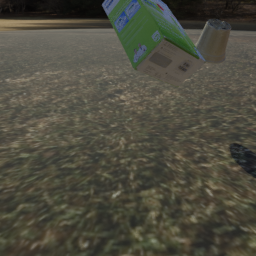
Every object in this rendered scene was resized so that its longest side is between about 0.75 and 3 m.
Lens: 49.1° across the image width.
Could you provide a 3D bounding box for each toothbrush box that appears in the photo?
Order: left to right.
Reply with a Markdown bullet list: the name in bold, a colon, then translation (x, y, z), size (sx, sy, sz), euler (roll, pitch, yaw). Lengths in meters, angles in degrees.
- **toothbrush box**: translation (0.471, -1.835, 5.402), size (1.345, 0.795, 1.848), euler (12, 45, -45)

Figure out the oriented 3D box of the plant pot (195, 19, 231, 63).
- **plant pot**: translation (2.539, -2.611, 8.280), size (1.062, 0.972, 1.062), euler (6, 45, -5)
